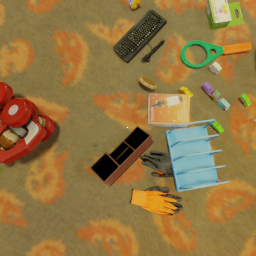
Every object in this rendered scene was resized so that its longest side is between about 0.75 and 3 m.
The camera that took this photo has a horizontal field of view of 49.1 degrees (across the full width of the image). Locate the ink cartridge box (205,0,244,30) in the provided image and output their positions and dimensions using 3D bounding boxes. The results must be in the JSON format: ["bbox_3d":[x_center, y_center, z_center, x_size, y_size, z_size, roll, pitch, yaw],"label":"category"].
[{"bbox_3d":[3.972,-4.672,11.281,1.418,0.537,1.048,-10,81,-1],"label":"ink cartridge box"}]

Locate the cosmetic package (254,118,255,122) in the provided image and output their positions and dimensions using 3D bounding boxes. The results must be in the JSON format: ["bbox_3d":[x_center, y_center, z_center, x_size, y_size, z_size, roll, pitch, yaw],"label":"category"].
[{"bbox_3d":[5.328,-0.136,10.680,0.460,0.323,0.908,-43,84,-6],"label":"cosmetic package"}]

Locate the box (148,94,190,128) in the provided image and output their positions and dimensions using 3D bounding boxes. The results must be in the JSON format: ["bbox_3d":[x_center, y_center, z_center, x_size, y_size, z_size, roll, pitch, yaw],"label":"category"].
[{"bbox_3d":[1.502,-0.638,10.521,1.489,0.792,1.133,2,81,0],"label":"box"}]

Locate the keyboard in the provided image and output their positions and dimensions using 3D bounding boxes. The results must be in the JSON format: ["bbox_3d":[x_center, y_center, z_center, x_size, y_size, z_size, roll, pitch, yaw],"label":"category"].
[{"bbox_3d":[0.673,-3.545,11.263,1.538,0.249,2.421,42,84,6],"label":"keyboard"}]

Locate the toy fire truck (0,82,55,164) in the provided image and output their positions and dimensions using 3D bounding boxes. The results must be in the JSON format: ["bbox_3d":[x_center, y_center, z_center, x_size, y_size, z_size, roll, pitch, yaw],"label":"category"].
[{"bbox_3d":[-4.182,0.049,9.631,2.928,1.642,2.459,36,84,30],"label":"toy fire truck"}]

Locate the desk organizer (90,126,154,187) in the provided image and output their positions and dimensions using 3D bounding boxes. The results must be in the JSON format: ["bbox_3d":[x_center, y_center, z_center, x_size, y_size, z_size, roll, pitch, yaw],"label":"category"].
[{"bbox_3d":[-0.195,0.952,10.123,2.382,0.917,0.854,-45,71,-6],"label":"desk organizer"}]

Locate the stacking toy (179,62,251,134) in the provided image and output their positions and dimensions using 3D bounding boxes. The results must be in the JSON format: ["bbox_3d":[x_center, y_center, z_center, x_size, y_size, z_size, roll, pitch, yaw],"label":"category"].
[{"bbox_3d":[3.367,-1.187,10.780,1.731,0.540,2.296,-41,86,-6],"label":"stacking toy"}]

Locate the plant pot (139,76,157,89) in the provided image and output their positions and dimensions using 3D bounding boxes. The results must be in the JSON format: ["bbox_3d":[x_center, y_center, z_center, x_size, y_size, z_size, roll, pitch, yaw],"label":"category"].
[{"bbox_3d":[0.778,-1.761,10.748,0.786,0.786,0.108,35,118,5],"label":"plant pot"}]

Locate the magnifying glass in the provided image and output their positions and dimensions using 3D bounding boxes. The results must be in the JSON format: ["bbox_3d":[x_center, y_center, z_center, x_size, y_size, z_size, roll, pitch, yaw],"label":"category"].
[{"bbox_3d":[3.489,-3.041,11.178,2.812,0.315,1.119,-9,81,0],"label":"magnifying glass"}]

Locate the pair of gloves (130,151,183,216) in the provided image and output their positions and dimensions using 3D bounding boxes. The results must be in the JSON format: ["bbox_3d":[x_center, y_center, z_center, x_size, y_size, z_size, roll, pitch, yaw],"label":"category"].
[{"bbox_3d":[1.231,2.031,10.370,2.004,0.278,2.249,15,81,2],"label":"pair of gloves"}]

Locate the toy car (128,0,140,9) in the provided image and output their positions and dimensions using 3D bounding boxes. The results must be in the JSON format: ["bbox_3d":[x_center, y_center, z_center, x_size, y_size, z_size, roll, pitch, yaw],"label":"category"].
[{"bbox_3d":[-0.902,-5.627,11.186,1.402,0.951,2.858,-36,79,-31],"label":"toy car"}]

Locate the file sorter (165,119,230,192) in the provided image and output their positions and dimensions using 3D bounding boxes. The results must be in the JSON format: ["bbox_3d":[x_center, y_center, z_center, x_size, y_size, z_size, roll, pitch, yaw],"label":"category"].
[{"bbox_3d":[2.428,0.971,9.834,1.574,1.392,2.268,-8,78,-7],"label":"file sorter"}]
